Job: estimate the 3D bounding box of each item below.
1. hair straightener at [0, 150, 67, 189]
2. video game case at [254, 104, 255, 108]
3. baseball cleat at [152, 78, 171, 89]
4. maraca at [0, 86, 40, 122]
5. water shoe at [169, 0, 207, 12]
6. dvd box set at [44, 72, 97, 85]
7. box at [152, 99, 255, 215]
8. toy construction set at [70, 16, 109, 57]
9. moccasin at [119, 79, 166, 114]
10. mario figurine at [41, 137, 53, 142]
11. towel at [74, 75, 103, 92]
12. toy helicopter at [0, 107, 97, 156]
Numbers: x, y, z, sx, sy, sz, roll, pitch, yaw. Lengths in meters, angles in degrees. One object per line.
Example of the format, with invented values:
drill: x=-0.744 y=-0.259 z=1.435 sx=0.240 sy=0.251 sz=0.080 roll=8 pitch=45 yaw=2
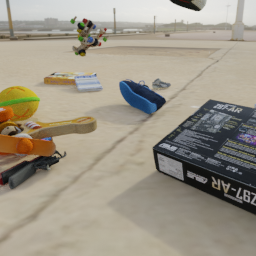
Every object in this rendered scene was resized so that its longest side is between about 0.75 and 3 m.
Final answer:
hair straightener: x=-1.765 y=0.803 z=5.684 sx=0.609 sy=0.324 sz=1.583 roll=12 pitch=20 yaw=28
video game case: x=5.120 y=-0.491 z=9.113 sx=1.604 sy=0.177 sz=1.460 roll=3 pitch=21 yaw=9
baseball cleat: x=1.540 y=-2.020 z=12.667 sx=0.925 sy=0.493 sz=0.323 roll=-12 pitch=37 yaw=-17
maraca: x=-3.433 y=-0.721 z=8.660 sx=1.360 sy=1.061 sz=1.984 roll=-11 pitch=3 yaw=-23
water shoe: x=1.070 y=-2.892 z=4.944 sx=1.018 sy=1.123 sz=2.846 roll=20 pitch=18 yaw=8
dvd box set: x=-2.866 y=-2.520 z=14.174 sx=2.262 sy=0.333 sz=1.655 roll=3 pitch=22 yaw=8
box: x=2.251 y=0.430 z=5.330 sx=2.829 sy=0.616 sz=2.266 roll=19 pitch=42 yaw=40
toy construction set: x=-1.569 y=-3.399 z=10.838 sx=1.178 sy=1.278 sz=1.533 roll=-37 pitch=-7 yaw=35
moccasin: x=0.484 y=-1.122 z=9.956 sx=0.776 sy=0.916 sz=2.276 roll=-24 pitch=42 yaw=-22
mario figurine: x=-2.186 y=0.400 z=6.760 sx=0.506 sy=0.435 sz=0.820 roll=-31 pitch=-2 yaw=23
towel: x=-1.817 y=-2.030 z=12.717 sx=1.102 sy=0.179 sz=1.501 roll=-6 pitch=35 yaw=-16
toy helicopter: x=-1.935 y=0.091 z=6.102 sx=2.559 sy=1.009 sz=1.692 roll=-9 pitch=19 yaw=-10
